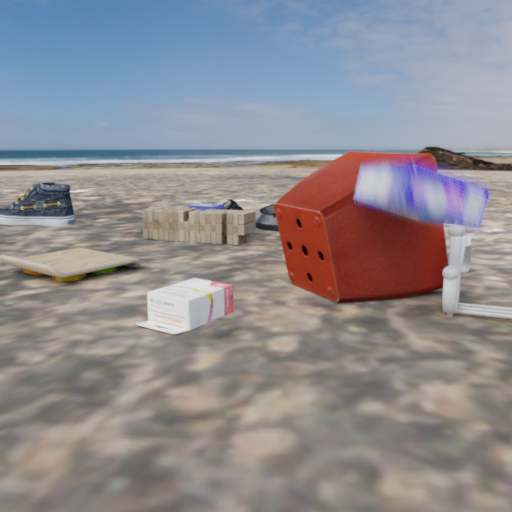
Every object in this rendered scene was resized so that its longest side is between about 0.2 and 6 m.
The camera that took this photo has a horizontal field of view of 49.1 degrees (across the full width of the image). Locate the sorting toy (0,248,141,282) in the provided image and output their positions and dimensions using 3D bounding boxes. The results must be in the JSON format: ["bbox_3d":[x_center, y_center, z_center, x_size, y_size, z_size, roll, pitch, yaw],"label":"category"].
[{"bbox_3d":[-3.199,0.154,9.719,1.668,0.329,1.802,9,10,37],"label":"sorting toy"}]

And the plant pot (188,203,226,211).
[{"bbox_3d":[-1.210,-0.904,13.741,0.834,0.750,0.834,6,14,24],"label":"plant pot"}]

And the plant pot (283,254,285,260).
[{"bbox_3d":[1.157,-0.305,10.226,1.250,0.839,1.250,6,14,-2],"label":"plant pot"}]

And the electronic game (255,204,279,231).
[{"bbox_3d":[1.115,-1.078,15.108,2.490,0.518,2.490,-5,16,1],"label":"electronic game"}]

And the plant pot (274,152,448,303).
[{"bbox_3d":[1.435,-0.341,8.432,1.771,2.009,2.008,-21,20,-23],"label":"plant pot"}]

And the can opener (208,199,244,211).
[{"bbox_3d":[-1.122,-1.430,17.340,1.649,0.648,0.523,5,51,38],"label":"can opener"}]

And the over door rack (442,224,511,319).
[{"bbox_3d":[4.026,0.088,7.895,2.517,1.135,3.407,6,13,22],"label":"over door rack"}]

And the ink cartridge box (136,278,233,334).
[{"bbox_3d":[-0.888,0.613,7.077,0.686,0.398,1.178,7,13,31],"label":"ink cartridge box"}]

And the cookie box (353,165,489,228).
[{"bbox_3d":[1.928,-0.723,6.725,1.061,0.466,1.241,15,4,-18],"label":"cookie box"}]

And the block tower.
[{"bbox_3d":[-1.377,-0.709,12.835,2.651,0.716,0.766,4,11,22],"label":"block tower"}]

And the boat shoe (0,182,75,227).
[{"bbox_3d":[-6.195,-1.458,15.408,2.568,1.166,0.909,2,12,11],"label":"boat shoe"}]
